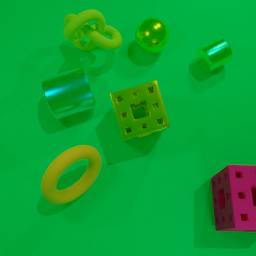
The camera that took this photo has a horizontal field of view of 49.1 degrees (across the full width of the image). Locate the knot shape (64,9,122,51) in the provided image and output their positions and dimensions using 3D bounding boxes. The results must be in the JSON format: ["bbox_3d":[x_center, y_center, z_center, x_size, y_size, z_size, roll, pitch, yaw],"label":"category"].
[{"bbox_3d":[-1.184,-2.716,7.953,1.665,1.780,0.822,12,93,41],"label":"knot shape"}]

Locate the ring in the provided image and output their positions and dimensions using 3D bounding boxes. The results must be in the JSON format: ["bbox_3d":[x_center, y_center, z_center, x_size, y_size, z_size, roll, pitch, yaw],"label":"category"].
[{"bbox_3d":[-1.347,1.156,6.862,0.336,1.678,1.678,37,76,32],"label":"ring"}]

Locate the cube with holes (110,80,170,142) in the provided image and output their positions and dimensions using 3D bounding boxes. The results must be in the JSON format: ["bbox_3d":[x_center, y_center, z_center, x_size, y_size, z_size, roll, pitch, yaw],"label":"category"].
[{"bbox_3d":[0.291,-0.383,7.375,1.192,1.192,1.192,-16,85,-1],"label":"cube with holes"}]

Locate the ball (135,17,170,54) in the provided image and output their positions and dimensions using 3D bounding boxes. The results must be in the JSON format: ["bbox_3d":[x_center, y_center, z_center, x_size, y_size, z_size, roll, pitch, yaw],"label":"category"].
[{"bbox_3d":[0.713,-2.734,8.290,1.027,1.027,1.027,0,74,0],"label":"ball"}]

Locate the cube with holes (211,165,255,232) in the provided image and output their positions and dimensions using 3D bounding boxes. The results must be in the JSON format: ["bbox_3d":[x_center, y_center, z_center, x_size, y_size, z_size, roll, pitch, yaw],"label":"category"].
[{"bbox_3d":[2.926,1.740,6.735,1.367,1.367,1.367,2,67,0],"label":"cube with holes"}]

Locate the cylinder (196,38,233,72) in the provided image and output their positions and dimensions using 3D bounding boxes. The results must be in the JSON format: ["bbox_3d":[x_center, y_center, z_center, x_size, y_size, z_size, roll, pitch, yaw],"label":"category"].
[{"bbox_3d":[2.533,-2.141,8.256,0.753,0.753,0.753,-28,76,-8],"label":"cylinder"}]

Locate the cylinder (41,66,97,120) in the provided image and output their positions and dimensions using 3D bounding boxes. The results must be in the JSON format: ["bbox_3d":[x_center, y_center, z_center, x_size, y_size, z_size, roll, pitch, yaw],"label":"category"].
[{"bbox_3d":[-1.602,-0.953,7.686,1.180,1.180,1.180,-19,75,-5],"label":"cylinder"}]
